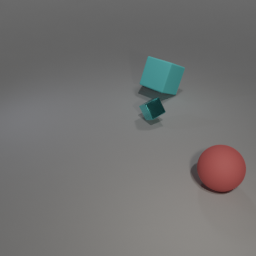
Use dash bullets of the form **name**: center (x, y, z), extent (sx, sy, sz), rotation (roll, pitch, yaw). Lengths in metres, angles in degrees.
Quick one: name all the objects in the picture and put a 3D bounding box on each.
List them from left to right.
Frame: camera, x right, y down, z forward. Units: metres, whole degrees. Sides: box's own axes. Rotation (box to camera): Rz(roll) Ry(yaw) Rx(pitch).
- **cube**: center (1.014, -0.789, 11.705), extent (0.700, 0.700, 0.700), rotation (-29, 9, -18)
- **cube**: center (1.664, -2.529, 13.612), extent (1.400, 1.400, 1.400), rotation (27, 17, 34)
- **ball**: center (2.803, 1.201, 8.444), extent (1.400, 1.400, 1.400), rotation (0, 33, 0)
